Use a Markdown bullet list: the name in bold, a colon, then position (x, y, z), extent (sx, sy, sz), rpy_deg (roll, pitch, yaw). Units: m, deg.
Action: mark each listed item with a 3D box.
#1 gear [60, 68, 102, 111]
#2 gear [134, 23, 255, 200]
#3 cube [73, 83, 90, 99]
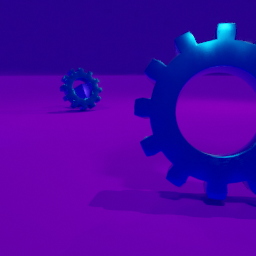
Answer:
- **gear**: position (-1.778, -1.469, 10.708), extent (1.612, 1.612, 0.298), rpy_deg (-9, -8, -36)
- **gear**: position (1.098, -0.190, 3.366), extent (1.994, 1.994, 0.369), rpy_deg (2, -1, 10)
- **cube**: position (-1.828, -1.401, 11.908), extent (0.772, 0.772, 0.772), rpy_deg (-22, -4, 38)
